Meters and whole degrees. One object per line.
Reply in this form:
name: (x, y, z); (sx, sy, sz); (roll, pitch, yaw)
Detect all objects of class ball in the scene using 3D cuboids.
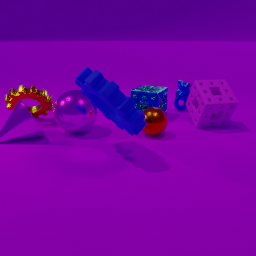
ball: (0.725, -0.189, 8.030); (0.830, 0.830, 0.830); (0, 19, 0)
ball: (-1.529, -0.479, 8.234); (1.283, 1.283, 1.283); (0, 19, 0)

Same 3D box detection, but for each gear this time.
gear: (-0.404, -0.577, 6.436); (0.346, 1.873, 1.873); (-49, 36, -11)
gear: (-3.175, -0.813, 9.043); (1.419, 1.419, 0.262); (-3, 58, -8)

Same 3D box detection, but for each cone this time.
cone: (-3.143, 0.066, 7.701); (1.244, 1.240, 1.240); (-36, 31, -15)

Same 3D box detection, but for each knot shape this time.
knot shape: (2.066, -1.341, 10.547); (0.545, 1.179, 1.103); (9, -24, 9)

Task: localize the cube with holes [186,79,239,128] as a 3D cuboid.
cube with holes: (2.592, -0.767, 8.782); (1.052, 1.052, 1.052); (-4, 51, -12)

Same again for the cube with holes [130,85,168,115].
cube with holes: (0.745, -0.882, 9.798); (1.002, 1.002, 1.002); (9, 21, 24)
